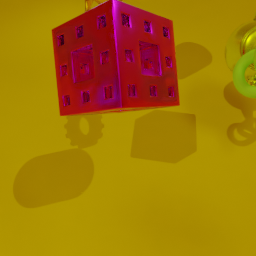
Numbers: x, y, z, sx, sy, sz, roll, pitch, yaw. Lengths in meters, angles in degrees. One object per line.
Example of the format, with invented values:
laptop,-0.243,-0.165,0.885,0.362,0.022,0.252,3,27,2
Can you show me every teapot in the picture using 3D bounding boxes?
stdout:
teapot,2.612,-1.484,5.578,1.231,1.980,0.969,0,9,6
teapot,-0.505,-3.351,6.594,1.181,1.899,0.930,8,65,-47

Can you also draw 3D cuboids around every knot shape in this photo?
knot shape,1.922,-0.810,3.793,0.995,1.064,0.491,-24,16,31

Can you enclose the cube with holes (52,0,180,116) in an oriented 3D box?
cube with holes,-0.150,-0.790,3.691,1.138,1.138,1.138,-4,2,42
